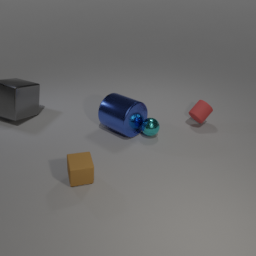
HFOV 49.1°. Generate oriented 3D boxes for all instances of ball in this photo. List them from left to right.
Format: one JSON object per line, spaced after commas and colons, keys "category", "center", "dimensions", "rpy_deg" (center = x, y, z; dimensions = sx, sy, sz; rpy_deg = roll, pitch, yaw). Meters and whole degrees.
{"category": "ball", "center": [0.855, -0.045, 10.638], "dimensions": [0.700, 0.700, 0.700], "rpy_deg": [0, 29, 0]}

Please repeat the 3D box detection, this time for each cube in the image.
{"category": "cube", "center": [-4.758, -1.249, 11.857], "dimensions": [1.400, 1.400, 1.400], "rpy_deg": [15, 20, 21]}
{"category": "cube", "center": [-1.426, 1.221, 8.372], "dimensions": [0.700, 0.700, 0.700], "rpy_deg": [-6, 38, -17]}

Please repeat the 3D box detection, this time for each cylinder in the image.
{"category": "cylinder", "center": [-0.194, -0.521, 10.875], "dimensions": [1.400, 1.400, 1.400], "rpy_deg": [24, 37, 36]}
{"category": "cylinder", "center": [2.932, -0.661, 11.298], "dimensions": [0.700, 0.700, 0.700], "rpy_deg": [-49, 42, -3]}
